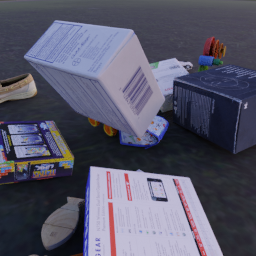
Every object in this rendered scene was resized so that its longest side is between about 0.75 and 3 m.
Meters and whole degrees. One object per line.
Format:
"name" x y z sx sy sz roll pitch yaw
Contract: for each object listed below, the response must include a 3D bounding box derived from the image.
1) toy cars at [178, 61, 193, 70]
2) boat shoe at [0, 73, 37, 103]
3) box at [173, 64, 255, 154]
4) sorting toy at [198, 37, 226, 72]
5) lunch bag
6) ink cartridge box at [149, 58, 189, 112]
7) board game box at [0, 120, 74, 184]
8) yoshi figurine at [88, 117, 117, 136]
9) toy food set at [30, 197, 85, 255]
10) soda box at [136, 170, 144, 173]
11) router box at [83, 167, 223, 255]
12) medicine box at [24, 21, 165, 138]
"toy cars" 2.271 -2.903 13.959 1.078 0.533 2.405 30 38 31
"boat shoe" -5.234 -1.562 11.205 2.970 0.986 1.099 -18 35 -28
"box" 3.352 -0.810 9.049 2.767 1.715 2.720 -17 28 -26
"sorting toy" 3.188 -2.425 10.573 0.823 2.005 1.205 15 9 23
"lunch bag" 0.518 0.075 8.676 1.298 0.804 1.103 4 30 22
"ink cartridge box" 1.620 -1.733 11.065 1.570 0.906 2.149 -15 46 -12
"board game box" -2.718 0.551 7.709 1.843 0.632 2.229 -1 28 -29
"yoshi figurine" -0.063 -0.724 9.904 2.677 1.505 1.499 -40 14 -32
"toy food set" -1.033 2.447 5.099 1.793 0.444 2.821 11 27 17
"soda box" 0.489 1.369 6.996 0.825 0.282 0.262 27 40 36
"router box" 0.366 1.886 5.303 2.335 0.636 2.602 8 30 -11
"medicine box" -0.817 -1.324 7.569 2.833 2.580 1.458 22 71 35
